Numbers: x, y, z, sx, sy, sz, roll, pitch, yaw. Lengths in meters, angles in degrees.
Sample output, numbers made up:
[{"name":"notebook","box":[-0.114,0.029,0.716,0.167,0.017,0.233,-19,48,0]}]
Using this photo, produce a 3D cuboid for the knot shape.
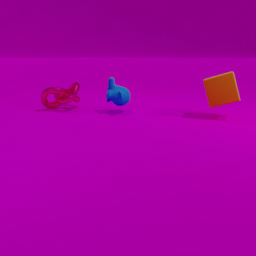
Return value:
[{"name":"knot shape","box":[-2.504,-1.185,10.415,1.469,0.725,1.570,-15,4,-16]}]

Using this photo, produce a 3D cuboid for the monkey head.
[{"name":"monkey head","box":[-0.325,-1.270,9.834,0.832,0.993,1.381,3,11,10]}]

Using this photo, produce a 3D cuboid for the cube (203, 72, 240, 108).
[{"name":"cube","box":[3.012,-1.242,9.011,0.922,0.922,0.922,-14,6,21]}]
